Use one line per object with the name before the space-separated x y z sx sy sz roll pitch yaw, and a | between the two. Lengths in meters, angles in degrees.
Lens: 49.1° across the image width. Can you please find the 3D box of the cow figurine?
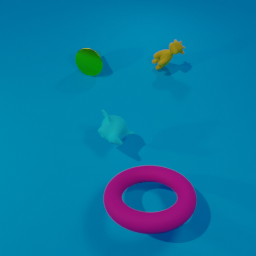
cow figurine | 1.323 -2.385 9.135 0.995 1.011 0.555 -30 86 -5

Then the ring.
ring | 0.466 1.463 6.067 1.990 0.398 1.990 -2 27 1

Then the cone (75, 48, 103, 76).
cone | -1.129 -2.405 9.455 0.969 0.969 0.972 16 40 10

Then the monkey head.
monkey head | -0.292 0.056 7.043 0.701 1.163 0.836 -57 32 -4
